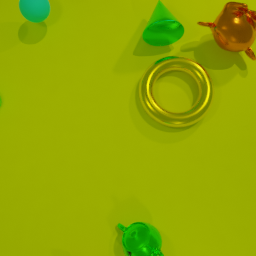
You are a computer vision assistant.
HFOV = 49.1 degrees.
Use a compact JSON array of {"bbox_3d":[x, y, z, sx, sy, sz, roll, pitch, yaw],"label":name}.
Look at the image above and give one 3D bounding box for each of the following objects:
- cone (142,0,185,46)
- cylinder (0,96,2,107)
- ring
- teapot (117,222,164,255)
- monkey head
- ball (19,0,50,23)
[{"bbox_3d":[0.873,-2.929,7.371,1.085,1.085,1.089,-4,73,-1],"label":"cone"},{"bbox_3d":[-3.646,-0.738,6.980,0.730,0.730,0.730,1,79,-5],"label":"cylinder"},{"bbox_3d":[1.241,-0.959,7.219,1.937,0.387,1.937,0,77,2],"label":"ring"},{"bbox_3d":[0.290,2.489,6.134,1.478,0.724,0.919,18,60,45],"label":"teapot"},{"bbox_3d":[2.699,-2.558,7.286,1.840,1.324,1.109,29,104,-10],"label":"monkey head"},{"bbox_3d":[-2.391,-3.108,7.184,0.765,0.765,0.765,0,77,0],"label":"ball"}]
